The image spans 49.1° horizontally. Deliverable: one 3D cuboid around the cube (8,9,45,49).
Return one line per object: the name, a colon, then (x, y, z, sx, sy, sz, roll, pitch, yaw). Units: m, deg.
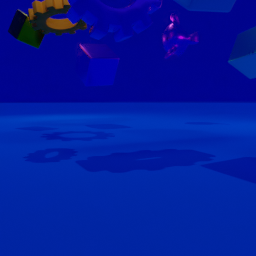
cube: (-3.461, -3.418, 9.691, 0.854, 0.854, 0.854, 40, 16, 35)

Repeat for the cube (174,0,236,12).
cube: (1.196, -2.635, 4.461, 1.108, 1.108, 1.108, -16, 53, -36)

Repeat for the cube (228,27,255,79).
cube: (3.589, -2.093, 7.748, 0.979, 0.979, 0.979, 28, -14, -22)

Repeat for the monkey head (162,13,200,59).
monkey head: (2.109, -3.692, 11.474, 1.185, 1.967, 1.415, 14, -9, -38)

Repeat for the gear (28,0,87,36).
gear: (-1.908, -3.207, 8.067, 1.775, 0.328, 1.775, -10, -5, -1)

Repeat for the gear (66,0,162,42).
gear: (-0.333, -2.732, 5.261, 2.094, 2.094, 0.387, -3, 1, -27)

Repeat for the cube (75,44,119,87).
cube: (-1.126, -2.251, 9.978, 1.101, 1.101, 1.101, -9, 44, -31)
